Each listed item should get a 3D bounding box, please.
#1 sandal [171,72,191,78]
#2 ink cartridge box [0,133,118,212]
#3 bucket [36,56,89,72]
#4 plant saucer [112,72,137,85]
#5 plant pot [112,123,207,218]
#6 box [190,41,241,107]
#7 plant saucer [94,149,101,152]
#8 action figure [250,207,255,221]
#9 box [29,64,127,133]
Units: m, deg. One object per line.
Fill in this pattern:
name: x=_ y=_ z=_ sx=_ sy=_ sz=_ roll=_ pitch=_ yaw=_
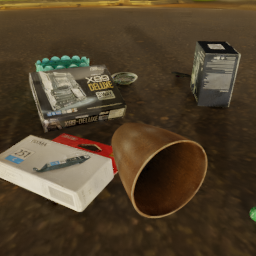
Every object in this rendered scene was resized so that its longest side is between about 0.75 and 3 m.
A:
sandal: x=2.771 y=-2.723 z=14.632 sx=1.064 sy=0.255 sz=0.400 roll=11 pitch=28 yaw=-7
ink cartridge box: x=-1.636 y=0.770 z=7.626 sx=2.949 sy=0.659 sz=2.598 roll=13 pitch=33 yaw=29
bucket: x=-2.736 y=-2.186 z=12.171 sx=2.315 sy=1.506 sz=2.315 roll=-2 pitch=25 yaw=1
plant saucer: x=-0.185 y=-2.425 z=13.950 sx=1.315 sy=0.330 sz=1.315 roll=-1 pitch=29 yaw=0
plant pot: x=0.448 y=0.709 z=6.715 sx=1.923 sy=1.923 sz=2.058 roll=-15 pitch=31 yaw=-24
box: x=3.573 y=-2.338 z=11.861 sx=1.384 sy=2.195 sz=2.233 roll=2 pitch=29 yaw=3
plant saucer: x=-0.503 y=0.825 z=8.279 sx=0.968 sy=0.178 sz=0.966 roll=-16 pitch=33 yaw=-28
action figure: x=4.043 y=1.681 z=6.159 sx=2.750 sy=0.752 sz=1.625 roll=-7 pitch=31 yaw=1
box: x=-1.867 y=-1.201 z=10.356 sx=2.995 sy=0.745 sz=2.361 roll=-11 pitch=55 yaw=-22
